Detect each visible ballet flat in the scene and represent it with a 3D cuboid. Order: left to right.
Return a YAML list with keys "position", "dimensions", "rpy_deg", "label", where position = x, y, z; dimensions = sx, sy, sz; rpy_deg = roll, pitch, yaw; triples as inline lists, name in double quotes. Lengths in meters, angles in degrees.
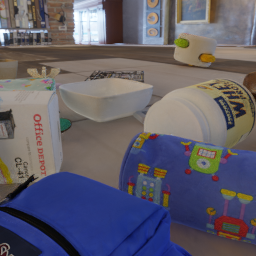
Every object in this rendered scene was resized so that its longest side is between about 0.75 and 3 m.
- position: [-1.797, 0.013, 6.517]
  dimensions: [1.078, 0.366, 0.369]
  rpy_deg: [-11, -16, 3]
  label: "ballet flat"

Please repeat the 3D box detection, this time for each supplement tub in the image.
- position: [1.483, -0.135, 5.640]
  dimensions: [1.519, 1.519, 2.096]
  rpy_deg: [18, 27, 41]
  label: "supplement tub"

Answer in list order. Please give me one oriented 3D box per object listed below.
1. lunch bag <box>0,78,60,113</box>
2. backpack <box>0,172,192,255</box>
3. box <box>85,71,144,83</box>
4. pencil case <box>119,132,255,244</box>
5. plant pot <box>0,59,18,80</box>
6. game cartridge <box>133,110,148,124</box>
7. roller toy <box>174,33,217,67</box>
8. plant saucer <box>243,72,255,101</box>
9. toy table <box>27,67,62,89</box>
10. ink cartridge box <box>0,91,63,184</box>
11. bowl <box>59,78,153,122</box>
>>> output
- position: [-3.191, -0.638, 7.528]
  dimensions: [2.672, 1.030, 2.143]
  rpy_deg: [-3, 25, -7]
  label: "lunch bag"
- position: [-0.601, 1.282, 1.641]
  dimensions: [1.573, 1.624, 1.936]
  rpy_deg: [6, 22, 35]
  label: "backpack"
- position: [-0.465, -1.810, 11.469]
  dimensions: [2.274, 0.718, 2.884]
  rpy_deg: [1, 20, 2]
  label: "box"
- position: [1.370, 0.756, 3.652]
  dimensions: [2.927, 1.142, 1.271]
  rpy_deg: [7, 50, 19]
  label: "pencil case"
- position: [-5.855, -2.513, 12.858]
  dimensions: [1.265, 1.121, 1.266]
  rpy_deg: [18, 28, 41]
  label: "plant pot"
- position: [0.847, -0.353, 8.189]
  dimensions: [1.214, 0.252, 0.808]
  rpy_deg: [-7, 25, -18]
  label: "game cartridge"
- position: [4.594, -5.271, 19.193]
  dimensions: [2.883, 2.014, 2.630]
  rpy_deg: [16, 22, 11]
  label: "roller toy"
- position: [3.383, -0.251, 5.871]
  dimensions: [2.429, 0.390, 2.429]
  rpy_deg: [39, -2, 1]
  label: "plant saucer"
- position: [-3.681, -2.163, 12.273]
  dimensions: [1.475, 0.864, 1.356]
  rpy_deg: [-8, 22, -25]
  label: "toy table"
- position: [-2.245, 0.161, 4.850]
  dimensions: [2.013, 1.485, 0.862]
  rpy_deg: [-2, 23, -4]
  label: "ink cartridge box"
- position: [-0.702, -0.909, 8.737]
  dimensions: [2.393, 0.894, 2.396]
  rpy_deg: [-16, 26, -38]
  label: "bowl"
